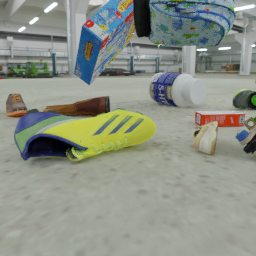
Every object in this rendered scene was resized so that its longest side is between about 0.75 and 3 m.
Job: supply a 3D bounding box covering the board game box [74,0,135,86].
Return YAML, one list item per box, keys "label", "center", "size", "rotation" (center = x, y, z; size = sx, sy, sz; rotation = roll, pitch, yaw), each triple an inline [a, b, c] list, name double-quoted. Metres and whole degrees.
- label: "board game box"
  center: [-0.673, -3.397, 10.318]
  size: [0.823, 2.883, 2.944]
  rotation: [38, -24, 0]

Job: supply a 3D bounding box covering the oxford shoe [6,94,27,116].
- label: "oxford shoe"
  center: [-4.382, -0.923, 10.843]
  size: [0.763, 0.780, 2.139]
  rotation: [-8, 15, -33]

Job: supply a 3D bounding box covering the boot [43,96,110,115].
- label: "boot"
  center: [-1.874, -0.778, 10.190]
  size: [2.344, 0.802, 2.206]
  rotation: [-4, 13, -14]

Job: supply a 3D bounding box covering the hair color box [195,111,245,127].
- label: "hair color box"
  center: [2.879, -0.296, 8.825]
  size: [1.356, 0.415, 0.688]
  rotation: [-2, 12, -4]

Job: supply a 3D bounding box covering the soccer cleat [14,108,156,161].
- label: "soccer cleat"
  center: [-0.764, 0.247, 5.842]
  size: [2.995, 0.968, 1.253]
  rotation: [0, 42, -19]

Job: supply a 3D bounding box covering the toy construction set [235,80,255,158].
- label: "toy construction set"
  center: [3.198, 0.033, 5.731]
  size: [1.865, 1.555, 1.433]
  rotation: [26, 8, 18]

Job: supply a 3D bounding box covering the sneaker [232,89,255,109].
- label: "sneaker"
  center: [5.609, -1.170, 11.881]
  size: [2.441, 0.902, 0.988]
  rotation: [-4, 16, -12]

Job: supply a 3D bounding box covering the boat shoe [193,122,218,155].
- label: "boat shoe"
  center: [1.760, 0.152, 6.422]
  size: [0.526, 0.561, 1.521]
  rotation: [10, 15, 16]

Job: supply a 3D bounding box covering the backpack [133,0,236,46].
- label: "backpack"
  center: [0.982, -2.016, 4.847]
  size: [1.678, 1.290, 1.369]
  rotation: [-10, -14, -2]

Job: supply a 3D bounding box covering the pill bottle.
- label: "pill bottle"
  center: [2.316, -1.806, 13.208]
  size: [1.525, 1.525, 2.548]
  rotation: [-9, 16, -36]
